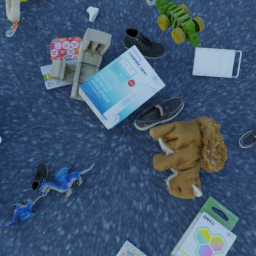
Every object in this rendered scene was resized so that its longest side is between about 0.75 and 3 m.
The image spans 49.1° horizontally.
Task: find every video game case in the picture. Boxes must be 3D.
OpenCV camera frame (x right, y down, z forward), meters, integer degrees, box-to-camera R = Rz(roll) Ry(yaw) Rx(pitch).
[{"bbox_3d":[0.046,4.702,9.701,1.030,0.130,1.132,35,77,9],"label":"video game case"}]

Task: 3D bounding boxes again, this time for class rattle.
[{"bbox_3d":[-4.494,-4.954,12.158,1.472,1.615,2.261,-29,70,35],"label":"rattle"}]

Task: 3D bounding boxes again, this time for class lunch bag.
[{"bbox_3d":[-2.510,-3.120,11.693,1.427,0.585,1.257,-3,74,-1],"label":"lunch bag"}]

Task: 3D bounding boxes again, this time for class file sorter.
[{"bbox_3d":[3.511,-2.587,11.123,1.594,0.992,1.106,4,104,2],"label":"file sorter"}]

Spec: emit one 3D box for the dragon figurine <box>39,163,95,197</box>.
[{"bbox_3d":[-2.263,1.787,10.271,1.069,0.633,2.150,41,79,10],"label":"dragon figurine"}]

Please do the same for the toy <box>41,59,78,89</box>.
[{"bbox_3d":[-2.661,-2.215,11.459,1.583,0.374,0.912,-17,104,-15],"label":"toy"}]

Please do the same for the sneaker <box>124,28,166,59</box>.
[{"bbox_3d":[0.705,-3.480,11.590,1.847,0.981,0.691,15,75,4],"label":"sneaker"}]

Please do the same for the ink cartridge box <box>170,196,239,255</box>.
[{"bbox_3d":[2.756,3.773,9.637,1.333,0.761,2.567,37,77,10],"label":"ink cartridge box"}]

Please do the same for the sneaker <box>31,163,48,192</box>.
[{"bbox_3d":[-3.244,1.786,10.297,0.409,0.581,1.094,1,74,0],"label":"sneaker"}]

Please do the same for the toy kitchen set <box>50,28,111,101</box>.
[{"bbox_3d":[-1.869,-2.334,10.419,1.789,1.978,2.193,10,83,-18],"label":"toy kitchen set"}]

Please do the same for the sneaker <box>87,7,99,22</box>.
[{"bbox_3d":[-1.656,-5.048,12.423,0.456,0.291,0.789,20,66,7],"label":"sneaker"}]

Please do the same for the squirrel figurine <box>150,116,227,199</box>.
[{"bbox_3d":[2.270,1.073,9.870,2.804,1.984,2.617,-15,81,-1],"label":"squirrel figurine"}]

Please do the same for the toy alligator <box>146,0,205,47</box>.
[{"bbox_3d":[1.173,-3.069,7.510,0.812,0.588,2.449,-33,62,-9],"label":"toy alligator"}]

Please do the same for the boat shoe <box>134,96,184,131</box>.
[{"bbox_3d":[1.252,-0.626,10.917,2.190,0.710,0.788,-26,76,-7],"label":"boat shoe"}]

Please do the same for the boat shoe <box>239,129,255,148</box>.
[{"bbox_3d":[4.987,0.273,10.775,1.515,0.491,0.545,-24,75,-7],"label":"boat shoe"}]

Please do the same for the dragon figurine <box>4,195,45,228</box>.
[{"bbox_3d":[-3.603,3.002,10.004,1.639,0.482,0.815,-20,75,-5],"label":"dragon figurine"}]

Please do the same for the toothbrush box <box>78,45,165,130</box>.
[{"bbox_3d":[-0.258,-1.499,10.682,2.644,1.128,1.935,-38,95,-12],"label":"toothbrush box"}]
